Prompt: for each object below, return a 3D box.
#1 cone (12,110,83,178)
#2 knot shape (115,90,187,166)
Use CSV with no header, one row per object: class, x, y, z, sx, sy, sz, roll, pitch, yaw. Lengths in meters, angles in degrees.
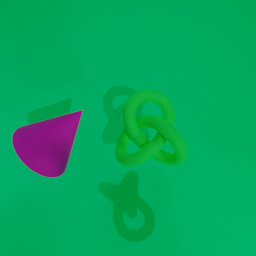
cone,-1.267,0.069,5.278,1.244,1.240,1.240,-41,78,19
knot shape,0.434,-0.002,5.753,1.673,0.773,1.565,2,95,28
